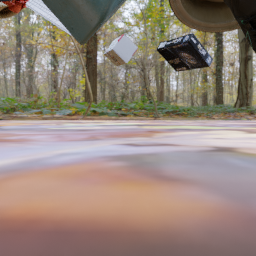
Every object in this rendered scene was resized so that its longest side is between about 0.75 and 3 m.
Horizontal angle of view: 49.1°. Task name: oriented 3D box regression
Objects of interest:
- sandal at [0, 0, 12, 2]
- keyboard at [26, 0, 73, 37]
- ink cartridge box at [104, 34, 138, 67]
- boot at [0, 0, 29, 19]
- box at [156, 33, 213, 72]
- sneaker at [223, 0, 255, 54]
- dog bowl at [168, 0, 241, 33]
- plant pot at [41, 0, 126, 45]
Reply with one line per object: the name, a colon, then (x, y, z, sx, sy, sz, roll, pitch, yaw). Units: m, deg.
sandal: (-2.875, -2.398, 5.042, 0.755, 0.425, 1.985, 39, 39, 4)
keyboard: (-2.441, -3.925, 9.641, 2.885, 0.812, 0.154, 36, -23, 17)
ink cartridge box: (-0.257, -2.584, 9.420, 0.683, 0.686, 0.944, 39, -10, -21)
boot: (-2.615, -3.647, 6.952, 2.581, 1.384, 0.968, -8, 0, 36)
box: (2.122, -2.798, 10.619, 1.389, 0.377, 1.734, 39, -19, -31)
sneaker: (2.746, -2.057, 5.409, 1.053, 1.107, 2.793, -25, -31, 36)
dog bowl: (2.167, -3.379, 5.952, 2.723, 1.004, 2.723, 0, -26, 0)
plant pot: (-0.712, -2.867, 5.755, 1.417, 1.391, 1.387, -13, 36, 52)
